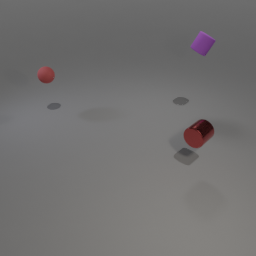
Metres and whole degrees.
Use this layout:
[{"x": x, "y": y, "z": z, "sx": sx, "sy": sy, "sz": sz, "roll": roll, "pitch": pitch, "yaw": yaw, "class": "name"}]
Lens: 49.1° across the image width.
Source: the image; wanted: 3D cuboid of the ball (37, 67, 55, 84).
[{"x": -3.426, "y": -2.216, "z": 11.720, "sx": 0.700, "sy": 0.700, "sz": 0.700, "roll": 0, "pitch": 31, "yaw": 0, "class": "ball"}]

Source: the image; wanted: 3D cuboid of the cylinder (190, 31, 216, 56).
[{"x": 2.927, "y": -3.293, "z": 10.949, "sx": 0.700, "sy": 0.700, "sz": 0.700, "roll": 25, "pitch": 27, "yaw": -14, "class": "cylinder"}]

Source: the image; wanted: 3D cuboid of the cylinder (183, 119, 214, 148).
[{"x": 2.207, "y": 0.174, "z": 8.719, "sx": 0.700, "sy": 0.700, "sz": 0.700, "roll": 25, "pitch": 41, "yaw": 36, "class": "cylinder"}]
